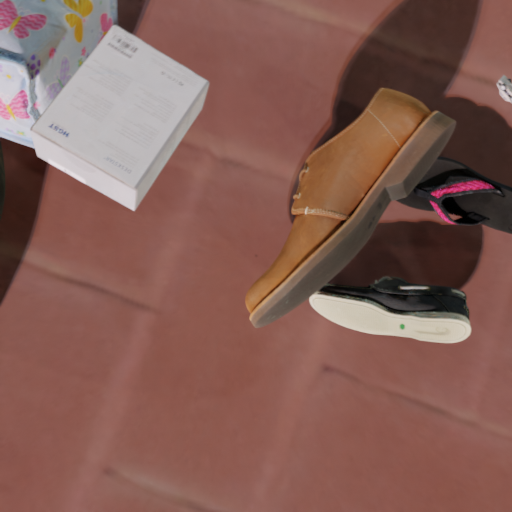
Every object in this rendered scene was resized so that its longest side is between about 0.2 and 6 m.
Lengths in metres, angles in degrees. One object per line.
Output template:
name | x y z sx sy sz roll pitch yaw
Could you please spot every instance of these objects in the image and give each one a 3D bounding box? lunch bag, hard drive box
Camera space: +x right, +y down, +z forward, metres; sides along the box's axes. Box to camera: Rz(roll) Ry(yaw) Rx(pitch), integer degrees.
lunch bag | -3.526 -2.998 7.206 2.769 1.760 2.348 19 58 5
hard drive box | -1.315 -1.369 5.563 1.121 0.552 1.438 31 68 -3

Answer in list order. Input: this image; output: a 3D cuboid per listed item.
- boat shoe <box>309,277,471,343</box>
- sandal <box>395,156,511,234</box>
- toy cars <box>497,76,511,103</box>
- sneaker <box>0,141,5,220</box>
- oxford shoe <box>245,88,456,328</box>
boat shoe | 1.855 0.669 7.877 2.182 0.783 0.738 7 54 10
sandal | 2.954 -0.759 7.771 2.267 0.511 0.851 17 131 2
toy cars | 3.430 -2.047 7.272 0.854 0.189 0.383 12 64 -22
sneaker | -4.554 -0.404 7.606 1.893 1.263 3.305 11 92 -6
oxford shoe | 0.937 -0.618 7.292 1.273 1.274 3.571 40 88 16
